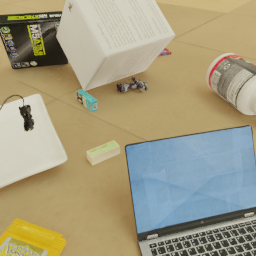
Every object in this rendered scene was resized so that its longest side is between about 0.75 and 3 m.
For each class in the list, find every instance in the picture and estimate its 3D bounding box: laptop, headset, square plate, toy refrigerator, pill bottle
[{"bbox_3d":[1.569,1.609,4.870,2.701,1.672,2.885,-9,37,-11],"label":"laptop"},{"bbox_3d":[-3.010,-0.144,5.082,2.424,1.139,1.497,-8,62,-13],"label":"headset"},{"bbox_3d":[-3.160,0.439,7.064,2.694,0.383,2.668,-23,52,-15],"label":"square plate"},{"bbox_3d":[-0.639,0.631,7.342,0.840,0.294,0.319,-22,42,-26],"label":"toy refrigerator"},{"bbox_3d":[3.815,-1.309,9.014,1.428,1.428,2.580,-13,39,-17],"label":"pill bottle"}]

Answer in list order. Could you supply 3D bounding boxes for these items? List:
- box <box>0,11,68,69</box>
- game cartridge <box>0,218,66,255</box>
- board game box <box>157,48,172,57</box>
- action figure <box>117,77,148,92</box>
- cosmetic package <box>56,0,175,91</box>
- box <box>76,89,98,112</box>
[{"bbox_3d":[-3.620,-3.380,11.018,2.347,2.430,0.577,-7,62,-12],"label":"box"},{"bbox_3d":[-1.955,2.375,5.048,1.215,0.224,1.378,12,39,16],"label":"game cartridge"},{"bbox_3d":[1.300,-3.528,13.108,1.316,0.128,0.677,-14,38,-18],"label":"board game box"},{"bbox_3d":[0.229,-1.564,10.224,1.226,0.425,0.798,-14,33,-23],"label":"action figure"},{"bbox_3d":[-0.536,-3.288,10.020,2.976,2.475,2.490,-24,83,-29],"label":"cosmetic package"},{"bbox_3d":[-1.369,-0.923,9.359,0.235,0.393,0.956,-26,43,-30],"label":"box"}]
